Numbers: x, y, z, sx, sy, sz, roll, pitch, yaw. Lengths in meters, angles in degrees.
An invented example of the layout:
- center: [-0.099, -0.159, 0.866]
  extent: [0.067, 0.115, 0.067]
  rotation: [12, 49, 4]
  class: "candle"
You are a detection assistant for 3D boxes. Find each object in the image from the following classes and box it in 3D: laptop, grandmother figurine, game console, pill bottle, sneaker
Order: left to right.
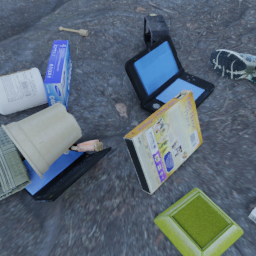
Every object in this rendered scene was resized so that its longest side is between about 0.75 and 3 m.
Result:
- center: [-4.228, -1.233, 10.072]
  extent: [2.383, 1.363, 1.363]
  rotation: [-19, 49, -17]
  class: "pill bottle"
- center: [-2.043, 0.939, 8.027]
  extent: [2.160, 2.438, 1.259]
  rotation: [-41, 100, -32]
  class: "laptop"
- center: [-1.484, 0.589, 8.647]
  extent: [1.396, 0.847, 0.423]
  rotation: [-3, 74, 20]
  class: "grandmother figurine"
- center: [1.676, -1.870, 10.468]
  extent: [2.525, 1.671, 2.871]
  rotation: [31, 54, 26]
  class: "game console"
- center: [4.844, -2.620, 11.794]
  extent: [2.799, 1.086, 1.208]
  rotation: [24, 40, 12]
  class: "sneaker"

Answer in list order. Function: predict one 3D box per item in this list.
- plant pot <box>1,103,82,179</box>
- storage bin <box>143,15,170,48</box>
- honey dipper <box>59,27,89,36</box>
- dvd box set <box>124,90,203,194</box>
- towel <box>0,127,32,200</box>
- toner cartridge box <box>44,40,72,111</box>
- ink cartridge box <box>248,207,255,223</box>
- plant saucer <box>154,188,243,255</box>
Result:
- center: [-2.308, 0.216, 7.997]
  extent: [1.667, 1.821, 1.821]
  rotation: [-36, 56, -19]
  class: "plant pot"
- center: [1.308, -4.269, 13.029]
  extent: [0.889, 1.282, 1.896]
  rotation: [-5, 46, -4]
  class: "storage bin"
- center: [-2.835, -5.016, 14.433]
  extent: [1.679, 0.319, 0.319]
  rotation: [16, 48, 17]
  class: "honey dipper"
- center: [1.162, 0.346, 8.174]
  extent: [2.670, 1.953, 0.393]
  rotation: [-39, 34, -30]
  class: "dvd box set"
- center: [-4.547, 1.332, 8.251]
  extent: [2.739, 0.491, 2.844]
  rotation: [-25, 48, -21]
  class: "towel"
- center: [-2.634, -2.076, 10.875]
  extent: [0.623, 1.372, 2.888]
  rotation: [-3, 47, -3]
  class: "toner cartridge box"
- center: [4.190, 2.351, 7.385]
  extent: [1.407, 0.286, 1.404]
  rotation: [-32, 54, -27]
  class: "ink cartridge box"
- center: [1.837, 2.445, 7.210]
  extent: [1.699, 0.407, 1.701]
  rotation: [-29, 53, -25]
  class: "plant saucer"
